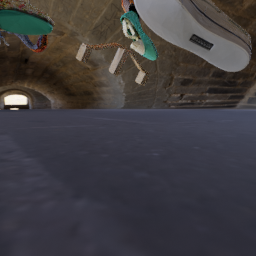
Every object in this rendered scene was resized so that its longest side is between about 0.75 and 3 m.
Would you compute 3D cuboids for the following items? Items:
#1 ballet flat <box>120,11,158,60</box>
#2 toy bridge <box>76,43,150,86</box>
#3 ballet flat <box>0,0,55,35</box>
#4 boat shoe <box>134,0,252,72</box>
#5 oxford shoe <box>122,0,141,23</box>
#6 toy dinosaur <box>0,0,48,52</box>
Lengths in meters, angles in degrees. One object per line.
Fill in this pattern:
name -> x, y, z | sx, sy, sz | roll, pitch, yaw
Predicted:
ballet flat -> 0.205, -2.154, 6.719 | 0.485, 1.377, 0.464 | -25, -7, -21
toy bridge -> -0.281, -2.271, 9.433 | 2.893, 0.972, 0.394 | 13, 20, -40
ballet flat -> -3.016, -2.653, 6.292 | 2.615, 0.836, 0.989 | -4, -14, -20
boat shoe -> 1.522, -2.439, 6.090 | 2.836, 1.209, 1.048 | 28, -32, -5
oxford shoe -> 0.146, -3.280, 7.554 | 0.492, 1.381, 0.503 | -6, -15, -13
toy dinosaur -> -3.138, -3.185, 7.886 | 1.252, 2.164, 2.385 | -31, 37, 6
